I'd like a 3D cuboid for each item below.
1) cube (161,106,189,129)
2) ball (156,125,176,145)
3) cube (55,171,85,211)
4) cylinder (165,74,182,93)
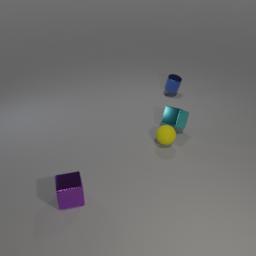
[{"bbox_3d":[1.829,-0.399,10.829,0.700,0.700,0.700,18,3,43],"label":"cube"},{"bbox_3d":[1.358,0.245,10.033,0.700,0.700,0.700,0,30,0],"label":"ball"},{"bbox_3d":[-1.613,1.726,7.746,0.700,0.700,0.700,-8,31,-14],"label":"cube"},{"bbox_3d":[2.248,-2.207,13.936,0.700,0.700,0.700,9,41,-8],"label":"cylinder"}]
